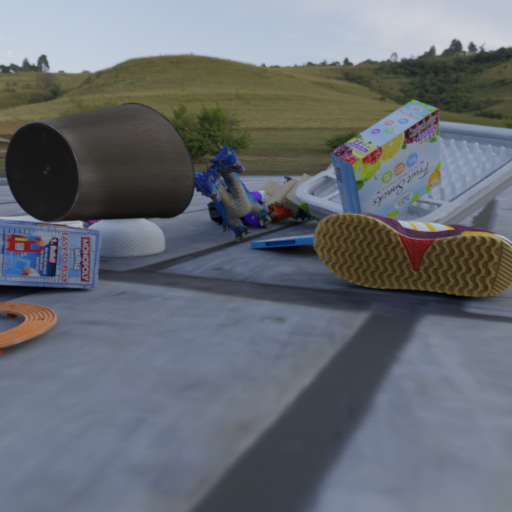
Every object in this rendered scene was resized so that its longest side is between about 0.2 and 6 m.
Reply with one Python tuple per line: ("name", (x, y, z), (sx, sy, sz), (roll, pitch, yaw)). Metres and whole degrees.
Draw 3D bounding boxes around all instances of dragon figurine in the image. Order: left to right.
("dragon figurine", (-0.726, -1.579, 12.358), (1.207, 2.038, 4.100), (-33, 20, -1))

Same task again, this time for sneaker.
("sneaker", (-0.550, -1.172, 14.675), (1.330, 0.930, 2.674), (-10, 9, -16))
("sneaker", (2.234, -0.014, 7.962), (2.822, 1.058, 1.271), (13, 10, 27))

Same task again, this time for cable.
("cable", (-4.341, -0.424, 10.938), (1.856, 0.643, 1.856), (-7, 11, -37))

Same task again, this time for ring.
("ring", (-2.961, 0.765, 5.716), (1.760, 0.169, 1.760), (-1, 9, 0))

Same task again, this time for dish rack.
("dish rack", (3.469, -1.565, 12.043), (4.397, 0.957, 3.773), (-32, 31, -23))

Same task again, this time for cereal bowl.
("cereal bowl", (-2.578, -0.426, 10.890), (1.596, 0.665, 1.596), (-1, 10, 0))

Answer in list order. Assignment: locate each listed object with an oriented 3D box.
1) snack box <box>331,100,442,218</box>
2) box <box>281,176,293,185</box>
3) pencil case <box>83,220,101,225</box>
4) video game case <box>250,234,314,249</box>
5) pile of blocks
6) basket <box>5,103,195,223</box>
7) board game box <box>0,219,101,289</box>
("snack box", (2.344, -1.534, 9.844), (1.923, 1.621, 0.651), (-33, 44, -14))
("box", (1.759, -1.779, 16.786), (2.079, 0.513, 1.660), (22, 8, -5))
("pencil case", (-4.041, -1.103, 14.196), (0.773, 0.798, 1.704), (-31, 23, -26))
("video game case", (0.917, -0.312, 10.815), (1.261, 0.157, 1.763), (-8, 3, -40))
("pile of blocks", (1.176, -1.221, 14.737), (1.216, 1.606, 3.913), (-52, 24, -20))
("basket", (-2.404, -1.375, 8.689), (1.669, 2.213, 2.454), (-41, -6, 28))
("board game box", (-3.619, -0.095, 8.057), (2.764, 0.853, 2.766), (6, 2, -11))
